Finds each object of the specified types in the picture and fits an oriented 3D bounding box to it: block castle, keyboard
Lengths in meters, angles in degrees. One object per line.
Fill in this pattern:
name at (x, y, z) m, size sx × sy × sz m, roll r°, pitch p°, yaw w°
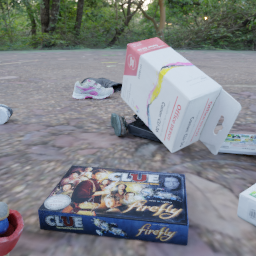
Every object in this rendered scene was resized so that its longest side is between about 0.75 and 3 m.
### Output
block castle at (-2.558, 0.918, 2.716) m, size 2.566 × 1.204 × 1.715 m, roll 28°, pitch 25°, yaw 13°
keyboard at (1.101, -0.229, 8.538) m, size 1.725 × 0.368 × 2.872 m, roll 20°, pitch 26°, yaw 31°

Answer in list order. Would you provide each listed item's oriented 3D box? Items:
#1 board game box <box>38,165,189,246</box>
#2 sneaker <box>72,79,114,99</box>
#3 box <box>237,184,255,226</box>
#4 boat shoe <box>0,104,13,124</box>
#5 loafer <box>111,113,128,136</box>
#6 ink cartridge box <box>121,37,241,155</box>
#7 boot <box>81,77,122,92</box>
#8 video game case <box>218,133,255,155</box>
board game box at (-0.134, 1.136, 4.489) m, size 2.098 × 0.363 × 1.421 m, roll 3°, pitch 19°, yaw 8°
sneaker at (-1.507, -1.685, 12.040) m, size 1.787 × 0.788 × 0.727 m, roll -2°, pitch 19°, yaw -7°
box at (3.230, 1.147, 4.370) m, size 2.567 × 0.466 × 1.852 m, roll -16°, pitch 25°, yaw -36°
boat shoe at (-4.714, -0.534, 8.819) m, size 2.052 × 0.736 × 0.696 m, roll 1°, pitch 19°, yaw -3°
loafer at (-0.181, -0.141, 8.038) m, size 0.465 × 0.531 × 1.478 m, roll 2°, pitch 16°, yaw -13°
ink cartridge box at (1.017, -0.648, 6.504) m, size 0.957 × 1.652 × 2.836 m, roll -22°, pitch 52°, yaw -27°
boot at (-1.229, -2.007, 13.287) m, size 1.261 × 0.668 × 1.915 m, roll 21°, pitch 32°, yaw 35°
video game case at (2.620, 0.367, 6.738) m, size 0.962 × 0.106 × 0.876 m, roll 2°, pitch 26°, yaw 24°
